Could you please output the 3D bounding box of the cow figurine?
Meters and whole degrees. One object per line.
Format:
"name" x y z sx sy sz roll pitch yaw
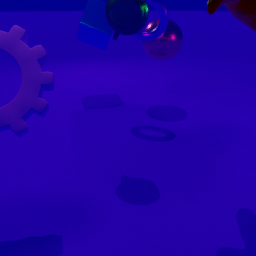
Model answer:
"cow figurine" 1.865 -1.957 4.200 1.683 0.924 1.656 38 36 -6

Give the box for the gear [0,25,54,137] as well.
"gear" -1.994 -0.675 4.047 1.758 1.758 0.325 -7 -7 -14

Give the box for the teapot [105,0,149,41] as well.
"teapot" 0.020 -2.322 5.484 0.852 1.370 0.671 28 30 -7

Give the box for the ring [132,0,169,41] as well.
"ring" 0.488 -3.035 7.732 1.267 1.267 0.253 6 37 14

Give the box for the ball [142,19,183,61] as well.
"ball" 1.116 -2.854 9.082 1.309 1.309 1.309 0 25 0

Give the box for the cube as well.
"cube" -1.092 -3.731 10.122 1.142 1.142 1.142 19 -17 -11
